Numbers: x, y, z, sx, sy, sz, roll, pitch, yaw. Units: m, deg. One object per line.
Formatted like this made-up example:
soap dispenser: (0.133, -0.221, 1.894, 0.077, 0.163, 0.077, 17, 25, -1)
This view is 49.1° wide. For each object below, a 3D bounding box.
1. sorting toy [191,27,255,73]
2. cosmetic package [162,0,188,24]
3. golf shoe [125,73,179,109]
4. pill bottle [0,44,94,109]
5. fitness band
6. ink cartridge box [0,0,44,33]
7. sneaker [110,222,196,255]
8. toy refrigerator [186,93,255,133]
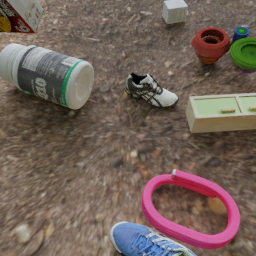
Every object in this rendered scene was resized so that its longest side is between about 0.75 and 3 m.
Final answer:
sorting toy: (3.555, -2.555, 9.677, 2.747, 1.128, 1.651, 30, 64, 23)
cosmetic package: (1.941, -4.851, 11.636, 0.819, 0.686, 0.681, -11, 54, -8)
golf shoe: (0.748, -1.195, 8.773, 1.783, 0.842, 0.693, 17, 54, 11)
pill bottle: (-2.535, -1.661, 8.692, 2.654, 1.501, 1.501, 20, 55, 14)
fitness band: (1.434, 1.837, 6.521, 2.261, 0.423, 1.624, 18, 45, 10)
ink cartridge box: (-2.570, -2.479, 5.251, 1.288, 1.467, 0.615, 8, 74, 19)
sneaker: (0.694, 2.583, 5.850, 2.353, 0.906, 0.891, 21, 57, 17)
toy refrigerator: (2.941, -0.473, 8.241, 2.258, 0.790, 0.857, -3, 53, -3)
